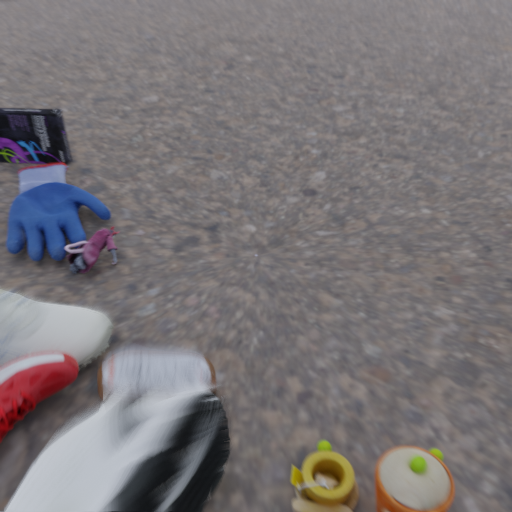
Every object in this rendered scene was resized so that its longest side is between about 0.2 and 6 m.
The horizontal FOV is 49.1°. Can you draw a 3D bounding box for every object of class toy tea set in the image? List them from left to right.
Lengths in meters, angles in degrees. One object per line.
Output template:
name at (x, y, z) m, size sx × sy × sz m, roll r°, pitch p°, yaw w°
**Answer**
toy tea set at (0.989, 2.546, 4.699) m, size 1.477 × 0.919 × 2.484 m, roll 4°, pitch 36°, yaw 5°

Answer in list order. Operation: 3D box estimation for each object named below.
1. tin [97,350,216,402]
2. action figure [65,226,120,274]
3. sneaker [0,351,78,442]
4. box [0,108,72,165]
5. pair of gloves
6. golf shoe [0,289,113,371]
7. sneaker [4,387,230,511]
tin at (-1.186, 1.466, 6.704) m, size 1.415 × 0.296 × 0.792 m, roll 2°, pitch 28°, yaw -1°
action figure at (-2.545, -0.178, 8.739) m, size 0.663 × 0.737 × 0.990 m, roll 15°, pitch 52°, yaw 30°
sneaker at (-2.736, 1.847, 6.027) m, size 1.881 × 0.737 × 1.087 m, roll -25°, pitch 50°, yaw -13°
box at (-4.690, -2.447, 11.480) m, size 1.607 × 1.149 × 0.290 m, roll 1°, pitch 37°, yaw 2°
pair of gloves at (-4.466, -0.601, 9.556) m, size 3.803 × 0.433 × 3.057 m, roll -12°, pitch 39°, yaw -15°
golf shoe at (-3.100, 0.829, 6.706) m, size 2.619 × 1.273 × 1.025 m, roll -3°, pitch 45°, yaw -7°
sneaker at (-1.604, 2.431, 4.666) m, size 1.427 × 1.315 × 3.567 m, roll -4°, pitch 20°, yaw 30°
